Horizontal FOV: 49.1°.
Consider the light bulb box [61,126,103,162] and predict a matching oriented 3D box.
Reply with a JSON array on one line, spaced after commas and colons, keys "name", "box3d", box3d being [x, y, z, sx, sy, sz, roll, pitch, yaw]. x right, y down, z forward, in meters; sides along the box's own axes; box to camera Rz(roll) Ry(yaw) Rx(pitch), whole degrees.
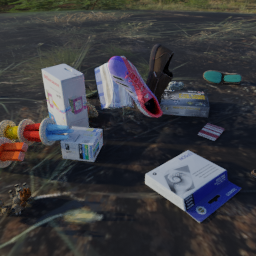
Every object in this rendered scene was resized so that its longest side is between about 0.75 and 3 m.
[{"name": "light bulb box", "box3d": [-1.520, 0.521, 9.459, 1.107, 0.691, 1.097, 6, 30, 10]}]

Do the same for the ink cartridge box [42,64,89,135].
[{"name": "ink cartridge box", "box3d": [-2.364, -1.071, 10.641, 0.979, 2.313, 1.672, -21, 35, -33]}]

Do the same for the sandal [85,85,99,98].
[{"name": "sandal", "box3d": [-2.345, -1.928, 14.004, 1.889, 0.539, 0.750, 16, 33, 26]}]

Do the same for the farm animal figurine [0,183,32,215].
[{"name": "farm animal figurine", "box3d": [-3.048, 1.951, 7.115, 1.196, 0.601, 0.966, -20, 16, -25]}]

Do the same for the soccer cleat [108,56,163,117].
[{"name": "soccer cleat", "box3d": [0.322, -1.370, 9.561, 0.877, 2.630, 1.005, -44, 33, -8]}]

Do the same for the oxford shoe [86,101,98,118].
[{"name": "oxford shoe", "box3d": [-1.863, -0.839, 12.177, 0.718, 0.676, 1.920, 18, 15, -31]}]

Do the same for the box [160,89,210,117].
[{"name": "box", "box3d": [2.496, -1.150, 12.588, 2.100, 0.508, 1.663, 5, 31, 8]}]

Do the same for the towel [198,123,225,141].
[{"name": "towel", "box3d": [3.194, 0.153, 10.736, 0.711, 0.112, 0.987, 22, 37, 30]}]

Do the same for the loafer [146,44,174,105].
[{"name": "loafer", "box3d": [1.296, -1.972, 11.222, 0.928, 2.614, 0.954, 16, 31, 22]}]

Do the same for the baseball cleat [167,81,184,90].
[{"name": "baseball cleat", "box3d": [2.305, -2.113, 14.515, 0.736, 0.482, 1.383, 18, 24, 39]}]

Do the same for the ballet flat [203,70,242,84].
[{"name": "ballet flat", "box3d": [5.201, -2.764, 15.541, 2.077, 0.707, 0.698, 12, 10, 10]}]

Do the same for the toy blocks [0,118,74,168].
[{"name": "toy blocks", "box3d": [-3.266, 0.432, 8.898, 2.611, 0.948, 2.176, -2, 27, 21]}]

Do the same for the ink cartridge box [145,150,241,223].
[{"name": "ink cartridge box", "box3d": [1.855, 1.515, 7.980, 1.992, 0.405, 1.996, -23, 36, -35]}]

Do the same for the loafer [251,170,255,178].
[{"name": "loafer", "box3d": [4.152, 1.379, 8.305, 0.911, 0.323, 0.333, 11, 31, 20]}]

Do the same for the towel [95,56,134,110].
[{"name": "towel", "box3d": [-0.624, -1.680, 11.139, 0.308, 1.903, 2.591, -15, 8, -29]}]
